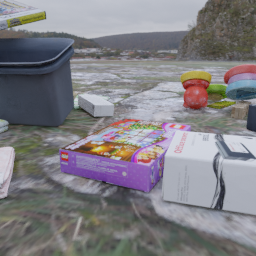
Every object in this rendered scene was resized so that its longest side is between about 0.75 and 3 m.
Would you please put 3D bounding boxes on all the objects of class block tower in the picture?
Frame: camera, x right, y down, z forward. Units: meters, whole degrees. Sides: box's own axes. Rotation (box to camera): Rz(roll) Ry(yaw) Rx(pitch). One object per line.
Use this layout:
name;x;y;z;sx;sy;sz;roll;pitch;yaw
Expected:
block tower;3.600;-0.603;8.868;0.350;0.375;1.296;11;18;32

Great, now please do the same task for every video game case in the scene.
video game case;-3.652;-3.202;7.799;2.019;0.257;1.824;28;43;27

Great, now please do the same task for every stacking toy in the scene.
stacking toy;3.374;-1.107;9.764;2.715;1.147;2.458;-3;-16;30

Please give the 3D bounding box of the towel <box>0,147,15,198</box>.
towel;-2.777;0.723;4.422;1.764;0.284;1.685;-4;16;-18

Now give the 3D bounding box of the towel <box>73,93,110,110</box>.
towel;-1.780;-1.025;10.581;1.450;0.222;1.900;13;21;36

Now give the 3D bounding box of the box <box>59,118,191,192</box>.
box;0.099;0.346;5.352;1.627;0.465;2.378;8;18;25

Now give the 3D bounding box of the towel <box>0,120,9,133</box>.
towel;-3.734;0.018;6.827;1.065;0.300;1.245;5;17;19

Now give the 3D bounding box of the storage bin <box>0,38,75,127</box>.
storage bin;-2.850;-1.269;7.708;2.953;1.983;2.149;4;35;11

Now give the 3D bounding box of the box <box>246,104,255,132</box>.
box;3.786;-0.209;6.931;1.104;0.696;1.123;-9;18;-23

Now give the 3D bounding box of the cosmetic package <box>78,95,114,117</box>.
cosmetic package;-1.080;-0.747;9.120;0.662;0.406;1.604;-5;19;-27

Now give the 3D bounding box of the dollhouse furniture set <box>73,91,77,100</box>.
dollhouse furniture set;-3.338;-1.037;9.744;2.260;1.841;2.149;36;13;2

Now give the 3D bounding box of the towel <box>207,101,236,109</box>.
towel;3.427;-0.887;10.288;0.576;0.121;1.339;16;22;42

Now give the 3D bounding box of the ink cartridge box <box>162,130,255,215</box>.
ink cartridge box;1.441;0.591;4.060;1.715;0.722;1.240;5;17;16
